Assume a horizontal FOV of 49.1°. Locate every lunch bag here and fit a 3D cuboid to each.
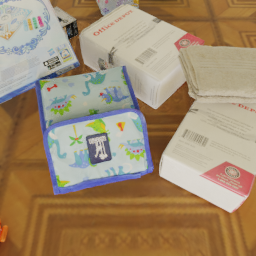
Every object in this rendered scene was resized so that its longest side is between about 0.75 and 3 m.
[{"bbox_3d":[-0.740,-5.867,9.977,1.794,2.393,2.821,-14,58,-9],"label":"lunch bag"},{"bbox_3d":[-0.779,0.049,6.291,2.154,1.614,2.533,-11,66,-9],"label":"lunch bag"}]

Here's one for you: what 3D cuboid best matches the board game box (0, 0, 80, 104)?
[{"bbox_3d":[-2.939,-2.140,6.563,2.711,0.588,2.698,-26,90,-3],"label":"board game box"}]

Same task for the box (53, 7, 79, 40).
[{"bbox_3d":[-2.709,-3.108,9.093,1.120,0.577,1.920,38,62,24],"label":"box"}]

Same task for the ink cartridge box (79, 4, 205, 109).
[{"bbox_3d":[0.339,-2.147,8.015,2.847,1.207,2.073,36,62,21],"label":"ink cartridge box"}]

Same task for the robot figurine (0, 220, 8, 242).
[{"bbox_3d":[-2.744,2.064,5.405,0.665,0.539,0.925,-19,55,12],"label":"robot figurine"}]

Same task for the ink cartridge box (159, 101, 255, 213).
[{"bbox_3d":[2.045,0.318,6.331,1.794,1.044,2.463,26,58,17],"label":"ink cartridge box"}]

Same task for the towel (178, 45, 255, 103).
[{"bbox_3d":[2.539,-1.261,6.617,2.572,0.443,1.705,1,53,-9],"label":"towel"}]
